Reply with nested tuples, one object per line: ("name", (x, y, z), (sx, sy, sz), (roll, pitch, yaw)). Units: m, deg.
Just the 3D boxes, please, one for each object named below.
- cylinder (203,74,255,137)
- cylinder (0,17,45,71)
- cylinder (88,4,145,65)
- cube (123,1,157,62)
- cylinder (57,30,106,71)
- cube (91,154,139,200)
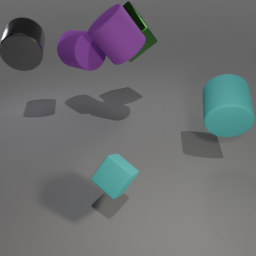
("cylinder", (3.022, -0.678, 8.573), (1.400, 1.400, 1.400), (5, 49, 8))
("cylinder", (-3.717, -2.983, 9.967), (1.400, 1.400, 1.400), (-5, 44, -8))
("cylinder", (-0.368, -3.079, 9.300), (1.400, 1.400, 1.400), (-30, 33, 23))
("cube", (0.068, -3.709, 10.978), (1.400, 1.400, 1.400), (60, 17, 15))
("cylinder", (-1.771, -2.979, 10.698), (1.400, 1.400, 1.400), (-24, 31, -34))
("cube", (-0.284, 1.084, 6.397), (0.700, 0.700, 0.700), (38, 8, 14))
